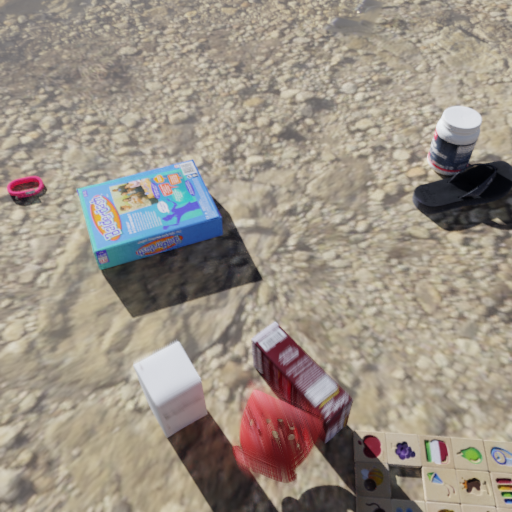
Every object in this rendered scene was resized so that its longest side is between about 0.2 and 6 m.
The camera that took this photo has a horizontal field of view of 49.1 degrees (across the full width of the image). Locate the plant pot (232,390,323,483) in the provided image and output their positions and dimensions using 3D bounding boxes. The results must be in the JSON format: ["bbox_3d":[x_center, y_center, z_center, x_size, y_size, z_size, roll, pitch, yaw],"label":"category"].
[{"bbox_3d":[0.291,2.709,8.366,1.163,1.163,1.059,20,78,16],"label":"plant pot"}]

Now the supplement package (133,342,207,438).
[{"bbox_3d":[-1.349,2.169,9.002,0.801,1.370,0.804,-26,56,-18],"label":"supplement package"}]

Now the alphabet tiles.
[{"bbox_3d":[2.793,4.164,8.174,2.639,0.119,3.157,4,50,3],"label":"alphabet tiles"}]

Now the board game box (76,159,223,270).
[{"bbox_3d":[-2.333,-0.963,12.183,2.707,0.609,2.059,-16,52,-13],"label":"board game box"}]

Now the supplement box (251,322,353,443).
[{"bbox_3d":[0.723,2.089,9.320,0.569,1.018,1.870,-33,58,-22],"label":"supplement box"}]

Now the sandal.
[{"bbox_3d":[4.854,-1.624,12.775,2.658,0.569,1.011,-20,53,-16],"label":"sandal"}]

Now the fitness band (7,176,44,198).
[{"bbox_3d":[-5.377,-1.606,13.056,0.806,0.151,0.579,-13,48,-12],"label":"fitness band"}]

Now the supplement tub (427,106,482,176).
[{"bbox_3d":[4.643,-2.679,13.131,0.976,1.391,0.976,0,50,0],"label":"supplement tub"}]
